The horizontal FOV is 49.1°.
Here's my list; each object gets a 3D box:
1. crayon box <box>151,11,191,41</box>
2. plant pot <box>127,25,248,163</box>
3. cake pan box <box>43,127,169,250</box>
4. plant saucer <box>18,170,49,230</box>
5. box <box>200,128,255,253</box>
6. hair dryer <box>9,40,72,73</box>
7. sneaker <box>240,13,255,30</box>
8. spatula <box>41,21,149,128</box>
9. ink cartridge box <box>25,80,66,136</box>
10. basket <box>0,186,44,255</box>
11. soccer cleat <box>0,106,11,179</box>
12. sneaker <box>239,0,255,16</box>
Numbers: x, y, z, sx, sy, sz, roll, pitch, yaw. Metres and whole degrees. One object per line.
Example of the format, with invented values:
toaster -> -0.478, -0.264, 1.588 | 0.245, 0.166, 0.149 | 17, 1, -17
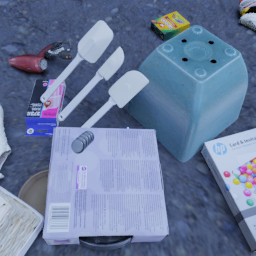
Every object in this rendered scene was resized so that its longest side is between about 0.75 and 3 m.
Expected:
crayon box -> 1.703, -3.962, 10.752 | 1.426, 0.362, 0.905 | -27, 61, -17
plant pot -> 1.650, -1.156, 7.593 | 2.509, 2.555, 2.502 | -35, 63, -21
cake pan box -> -0.534, 1.353, 6.861 | 2.718, 0.772, 2.951 | -1, 57, -6
plant saucer -> -1.975, 1.784, 7.043 | 1.556, 0.229, 1.556 | 0, 56, 0
box -> 3.456, 1.366, 7.118 | 2.173, 0.574, 2.787 | -14, 57, -9
hair dryer -> -2.985, -2.414, 9.713 | 2.215, 0.602, 1.687 | -14, 32, -9
sneaker -> 4.976, -3.934, 10.669 | 1.440, 0.541, 0.584 | 21, 67, 14
spatula -> -1.085, -1.071, 7.452 | 2.078, 2.988, 0.240 | 52, 29, 4
ink cartridge box -> -2.532, -0.661, 8.594 | 0.946, 0.370, 1.997 | 0, 59, 2
basket -> -3.453, 2.401, 5.585 | 1.950, 1.774, 2.876 | 27, 64, 18
soccer cleat -> -3.618, 0.375, 7.705 | 0.874, 0.780, 2.252 | 2, 63, -4
sneaker -> 5.499, -4.524, 10.907 | 2.295, 0.893, 0.943 | 9, 61, 17
